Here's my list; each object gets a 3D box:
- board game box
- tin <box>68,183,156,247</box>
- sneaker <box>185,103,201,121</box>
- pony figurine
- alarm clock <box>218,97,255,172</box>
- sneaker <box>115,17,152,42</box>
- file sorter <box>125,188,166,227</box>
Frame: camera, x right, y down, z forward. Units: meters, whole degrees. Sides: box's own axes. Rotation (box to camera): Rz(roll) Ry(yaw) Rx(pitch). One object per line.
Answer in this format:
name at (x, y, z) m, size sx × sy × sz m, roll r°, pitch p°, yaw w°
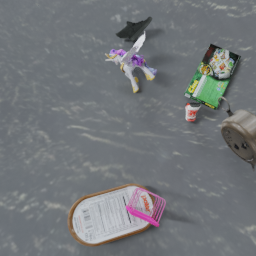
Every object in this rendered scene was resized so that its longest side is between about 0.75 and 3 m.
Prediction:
board game box at (2.730, -1.695, 9.021) m, size 1.108 × 0.248 × 2.114 m, roll 28°, pitch 72°, yaw 8°
tin at (-0.384, 2.227, 7.232) m, size 2.327 × 0.487 × 1.303 m, roll -13°, pitch 78°, yaw -14°
sneaker at (1.892, -0.455, 8.124) m, size 0.338 × 1.012 × 0.542 m, roll -3°, pitch 97°, yaw 0°
pony figurine at (0.161, -1.992, 8.422) m, size 1.495 × 1.443 × 1.245 m, roll 47°, pitch 41°, yaw -13°
alarm clock at (3.005, 0.095, 7.440) m, size 0.719 × 1.457 × 2.160 m, roll -32°, pitch 89°, yaw -7°
sneaker at (0.198, -3.383, 9.361) m, size 0.633 × 0.365 × 1.214 m, roll 41°, pitch 107°, yaw -12°
file sorter at (0.425, 1.828, 6.687) m, size 0.689 × 0.991 × 0.622 m, roll 25°, pitch 80°, yaw -3°
